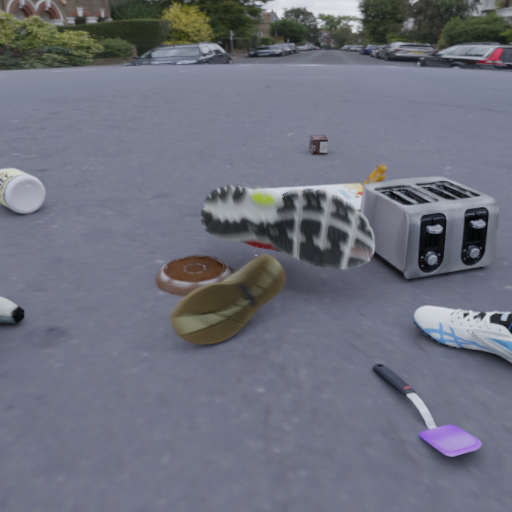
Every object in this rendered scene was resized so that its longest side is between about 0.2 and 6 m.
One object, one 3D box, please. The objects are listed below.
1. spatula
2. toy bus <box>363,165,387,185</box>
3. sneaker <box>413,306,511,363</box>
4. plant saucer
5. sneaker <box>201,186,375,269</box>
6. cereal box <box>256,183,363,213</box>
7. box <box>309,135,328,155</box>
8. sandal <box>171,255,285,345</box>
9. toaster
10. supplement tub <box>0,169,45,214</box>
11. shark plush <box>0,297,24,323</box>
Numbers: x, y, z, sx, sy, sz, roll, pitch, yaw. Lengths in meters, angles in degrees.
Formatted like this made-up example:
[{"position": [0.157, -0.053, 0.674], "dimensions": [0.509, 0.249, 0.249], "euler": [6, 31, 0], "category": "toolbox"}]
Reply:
[{"position": [2.023, 1.870, 7.043], "dimensions": [0.552, 0.201, 1.953], "euler": [-7, 25, -18], "category": "spatula"}, {"position": [2.483, -1.602, 11.652], "dimensions": [0.204, 0.625, 0.245], "euler": [5, 51, -31], "category": "toy bus"}, {"position": [3.358, 1.056, 8.179], "dimensions": [2.126, 0.770, 0.764], "euler": [16, 30, 34], "category": "sneaker"}, {"position": [-1.134, 0.324, 10.440], "dimensions": [1.507, 0.242, 1.507], "euler": [-1, 25, 0], "category": "plant saucer"}, {"position": [0.659, -0.584, 10.403], "dimensions": [3.379, 1.301, 1.435], "euler": [17, -1, 25], "category": "sneaker"}, {"position": [1.478, -1.179, 13.364], "dimensions": [2.722, 0.538, 1.959], "euler": [-4, 25, -10], "category": "cereal box"}, {"position": [2.135, -3.797, 19.183], "dimensions": [0.539, 0.545, 0.657], "euler": [-1, 24, -3], "category": "box"}, {"position": [-0.438, 0.697, 8.911], "dimensions": [2.235, 0.898, 0.604], "euler": [-33, 10, -38], "category": "sandal"}, {"position": [3.317, -0.640, 11.177], "dimensions": [2.097, 1.376, 2.319], "euler": [-7, 25, -17], "category": "toaster"}, {"position": [-5.954, -1.635, 13.891], "dimensions": [0.963, 0.963, 1.328], "euler": [-22, 31, -39], "category": "supplement tub"}, {"position": [-5.496, 0.577, 8.785], "dimensions": [3.728, 1.694, 1.553], "euler": [20, 61, 28], "category": "shark plush"}]
